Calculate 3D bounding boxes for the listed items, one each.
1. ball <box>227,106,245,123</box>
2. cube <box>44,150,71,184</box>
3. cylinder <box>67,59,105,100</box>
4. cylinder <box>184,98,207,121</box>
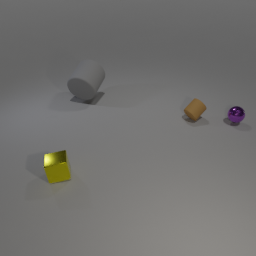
[{"bbox_3d":[4.540,-0.567,11.742,0.700,0.700,0.700,0,31,0],"label":"ball"},{"bbox_3d":[-2.238,1.232,8.916,0.700,0.700,0.700,-12,32,-8],"label":"cube"},{"bbox_3d":[-1.971,-2.298,13.368,1.400,1.400,1.400,10,52,16],"label":"cylinder"},{"bbox_3d":[2.888,-0.796,12.072,0.700,0.700,0.700,-47,43,-4],"label":"cylinder"}]
